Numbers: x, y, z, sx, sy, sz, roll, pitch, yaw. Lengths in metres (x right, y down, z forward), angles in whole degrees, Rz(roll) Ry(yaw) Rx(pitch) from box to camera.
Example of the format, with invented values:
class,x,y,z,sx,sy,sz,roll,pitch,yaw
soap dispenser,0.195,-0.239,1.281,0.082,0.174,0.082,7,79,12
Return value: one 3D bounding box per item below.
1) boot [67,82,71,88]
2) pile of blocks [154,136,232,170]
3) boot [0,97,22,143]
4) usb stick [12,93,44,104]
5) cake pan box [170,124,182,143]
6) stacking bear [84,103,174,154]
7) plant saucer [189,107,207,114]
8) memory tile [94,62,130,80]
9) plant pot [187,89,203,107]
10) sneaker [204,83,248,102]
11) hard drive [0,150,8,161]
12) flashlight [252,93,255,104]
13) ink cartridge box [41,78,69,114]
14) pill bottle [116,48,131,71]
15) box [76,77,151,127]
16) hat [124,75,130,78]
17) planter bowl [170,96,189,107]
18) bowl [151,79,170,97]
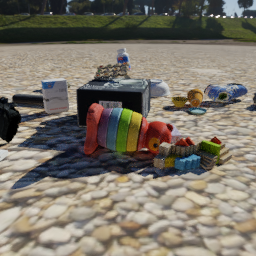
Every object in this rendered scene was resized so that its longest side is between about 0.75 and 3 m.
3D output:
class,x,y,z,sx,sy,sz,roll,pitch,yaw
boot,-4.266,-2.564,16.769,1.454,0.525,1.098,18,24,38
pile of blocks,1.939,0.658,8.091,2.432,0.756,0.998,-8,22,-18
boot,-4.712,-0.233,9.514,2.019,2.464,0.912,35,36,6
usb stick,-4.410,-1.435,13.902,2.696,0.439,0.747,4,22,12
cake pan box,1.182,0.199,9.900,1.194,0.312,1.100,-3,19,-7
stacking bear,0.095,0.135,8.766,2.564,1.557,1.458,10,22,4
plant saucer,3.155,-0.774,12.664,0.804,0.110,0.804,-1,21,0
memory tile,-0.680,-2.438,11.859,1.482,0.124,1.136,-4,41,13
plant pot,3.236,-1.376,13.456,0.781,0.781,0.715,3,37,8
sneaker,5.103,-1.704,14.297,2.407,0.911,0.927,-7,43,-15
hard drive,-4.460,0.859,8.363,1.374,0.183,0.906,3,22,10
flashlight,6.763,-1.217,12.846,0.722,0.724,2.132,-41,36,-4
ink cartridge box,-3.264,-1.454,12.604,1.031,1.426,0.601,-11,22,-26
pill bottle,-0.229,-3.219,13.345,0.594,1.059,0.594,-12,11,2
box,-0.465,-1.085,11.492,2.557,1.585,2.514,4,20,10
hat,0.114,-2.048,14.904,0.698,1.731,1.731,-37,15,16
planter bowl,2.474,-1.240,13.509,0.872,0.363,0.872,0,22,0
bowl,1.566,-2.313,15.744,1.682,0.756,1.682,1,21,0
